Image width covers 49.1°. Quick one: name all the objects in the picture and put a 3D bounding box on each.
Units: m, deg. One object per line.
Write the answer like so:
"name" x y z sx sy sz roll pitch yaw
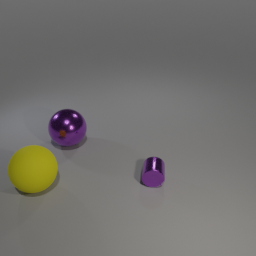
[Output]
"ball" -2.810 1.209 8.305 1.400 1.400 1.400 0 31 0
"ball" -2.231 -0.010 10.351 1.400 1.400 1.400 0 31 0
"cylinder" 0.799 1.370 8.741 0.700 0.700 0.700 3 31 6
